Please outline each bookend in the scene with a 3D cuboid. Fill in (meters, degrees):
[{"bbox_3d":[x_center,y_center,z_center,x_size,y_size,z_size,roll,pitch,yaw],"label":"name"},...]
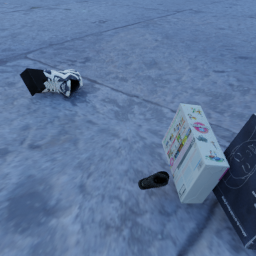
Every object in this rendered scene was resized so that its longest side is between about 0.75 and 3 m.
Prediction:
[{"bbox_3d":[-3.013,-1.525,9.365,0.393,0.848,0.853,-34,-5,22],"label":"bookend"}]

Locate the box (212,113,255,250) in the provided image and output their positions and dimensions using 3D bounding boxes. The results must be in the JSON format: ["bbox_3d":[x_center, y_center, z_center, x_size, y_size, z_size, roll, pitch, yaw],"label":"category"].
[{"bbox_3d":[2.564,0.980,5.088,1.085,1.721,1.750,19,28,-22],"label":"box"}]

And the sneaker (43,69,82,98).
[{"bbox_3d":[-2.536,-1.544,9.987,1.982,0.791,1.290,-7,27,-24],"label":"sneaker"}]

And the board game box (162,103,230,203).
[{"bbox_3d":[1.319,0.507,5.885,0.549,1.260,1.708,4,44,-16],"label":"board game box"}]

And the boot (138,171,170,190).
[{"bbox_3d":[0.676,1.068,5.849,0.834,0.623,0.314,-16,77,-33],"label":"boot"}]
